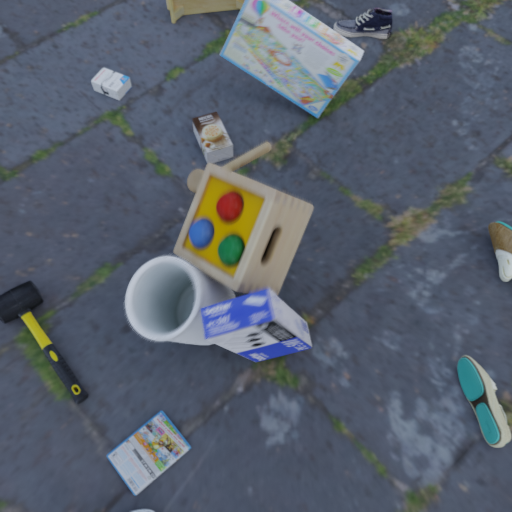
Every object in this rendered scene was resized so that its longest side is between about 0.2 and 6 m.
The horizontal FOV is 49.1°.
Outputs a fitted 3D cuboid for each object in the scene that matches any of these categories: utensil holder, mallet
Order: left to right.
[{"bbox_3d":[-3.777,1.524,10.315,2.635,0.542,0.868,42,64,16],"label":"mallet"},{"bbox_3d":[-1.227,0.863,9.754,1.390,1.635,1.390,-6,74,21],"label":"utensil holder"}]

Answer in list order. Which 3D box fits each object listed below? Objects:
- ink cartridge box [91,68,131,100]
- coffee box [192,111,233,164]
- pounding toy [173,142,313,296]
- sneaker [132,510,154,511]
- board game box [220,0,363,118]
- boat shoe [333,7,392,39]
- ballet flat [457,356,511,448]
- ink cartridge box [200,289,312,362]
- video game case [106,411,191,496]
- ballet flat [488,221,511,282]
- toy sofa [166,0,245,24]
[{"bbox_3d":[-3.535,-4.202,13.692,0.769,0.322,0.558,24,63,13],"label":"ink cartridge box"},{"bbox_3d":[-0.997,-2.687,12.739,0.628,0.438,1.098,-19,62,-11],"label":"coffee box"},{"bbox_3d":[-0.506,-0.965,9.661,2.716,1.243,2.386,28,100,39],"label":"pounding toy"},{"bbox_3d":[-2.337,4.379,8.488,1.804,0.639,0.659,-20,62,-11],"label":"sneaker"},{"bbox_3d":[0.742,-4.521,12.494,2.721,1.829,0.466,31,51,-8],"label":"board game box"},{"bbox_3d":[2.822,-6.138,14.599,1.531,0.710,0.572,4,60,2],"label":"boat shoe"},{"bbox_3d":[3.988,2.505,9.726,0.557,0.557,1.604,-8,61,-4],"label":"ballet flat"},{"bbox_3d":[0.083,1.198,9.109,1.111,2.363,0.522,-17,67,13],"label":"ink cartridge box"},{"bbox_3d":[-1.805,3.301,9.434,1.159,0.103,0.829,-37,66,-19],"label":"video game case"},{"bbox_3d":[5.356,0.358,10.860,2.467,0.837,0.892,43,86,17],"label":"ballet flat"},{"bbox_3d":[-1.285,-7.084,15.016,2.304,0.954,1.124,-7,61,-4],"label":"toy sofa"}]
